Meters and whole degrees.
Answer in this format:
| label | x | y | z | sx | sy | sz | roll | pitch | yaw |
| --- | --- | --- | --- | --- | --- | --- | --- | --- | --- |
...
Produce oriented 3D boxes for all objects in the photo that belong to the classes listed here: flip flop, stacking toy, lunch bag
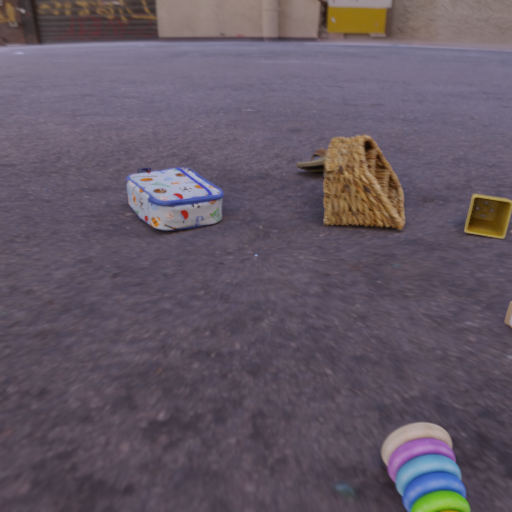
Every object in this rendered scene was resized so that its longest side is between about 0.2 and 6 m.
| label | x | y | z | sx | sy | sz | roll | pitch | yaw |
| --- | --- | --- | --- | --- | --- | --- | --- | --- | --- |
| flip flop | 2.018 | -2.775 | 15.703 | 0.813 | 0.577 | 2.005 | 11 | -18 | -42 |
| stacking toy | 1.925 | 2.727 | 5.803 | 0.814 | 0.814 | 1.907 | -2 | 35 | -4 |
| lunch bag | -1.966 | -1.469 | 13.598 | 1.989 | 0.938 | 2.482 | -13 | 31 | -26 |

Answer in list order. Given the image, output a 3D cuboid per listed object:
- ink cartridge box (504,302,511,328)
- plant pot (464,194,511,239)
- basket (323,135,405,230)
| label | x | y | z | sx | sy | sz | roll | pitch | yaw |
| --- | --- | --- | --- | --- | --- | --- | --- | --- | --- |
| ink cartridge box | 4.835 | 1.155 | 9.013 | 1.004 | 0.458 | 1.219 | -6 | 29 | -14 |
| plant pot | 5.232 | -0.964 | 12.719 | 0.856 | 0.862 | 0.882 | 11 | 18 | 13 |
| basket | 2.660 | -1.924 | 13.426 | 1.878 | 1.799 | 2.521 | 3 | 28 | 14 |
